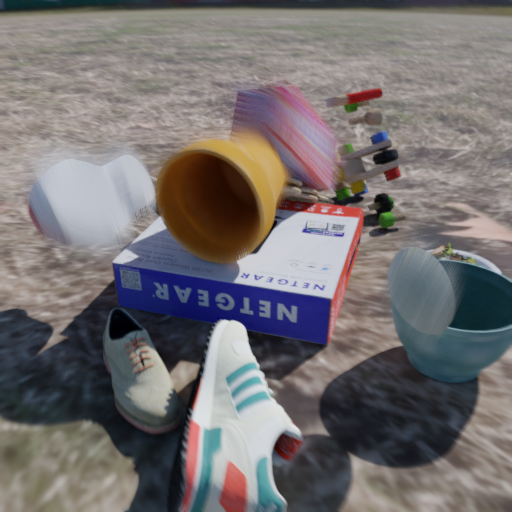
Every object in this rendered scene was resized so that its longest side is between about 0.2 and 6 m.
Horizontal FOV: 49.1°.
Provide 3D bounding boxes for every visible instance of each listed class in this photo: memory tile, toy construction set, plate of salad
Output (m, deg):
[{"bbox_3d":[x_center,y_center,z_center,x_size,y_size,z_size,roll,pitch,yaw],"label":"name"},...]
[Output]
[{"bbox_3d":[-0.048,-1.220,10.491,2.668,0.224,2.045,8,-1,33],"label":"memory tile"},{"bbox_3d":[1.571,-1.880,11.007,1.919,2.498,2.083,-13,23,-12],"label":"toy construction set"},{"bbox_3d":[3.276,0.191,9.213,1.488,0.357,1.488,1,29,0],"label":"plate of salad"}]

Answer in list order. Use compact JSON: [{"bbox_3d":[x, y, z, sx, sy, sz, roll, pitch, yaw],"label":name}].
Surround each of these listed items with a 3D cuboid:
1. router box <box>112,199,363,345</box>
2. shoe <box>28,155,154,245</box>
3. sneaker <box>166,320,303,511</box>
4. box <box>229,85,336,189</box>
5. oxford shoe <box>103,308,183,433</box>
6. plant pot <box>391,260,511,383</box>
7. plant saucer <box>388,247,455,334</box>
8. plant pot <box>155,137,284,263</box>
[{"bbox_3d":[-0.114,-0.023,9.111,3.306,0.808,2.967,8,30,14],"label":"router box"},{"bbox_3d":[-2.394,-0.570,7.333,1.321,1.038,2.905,-27,10,14],"label":"shoe"},{"bbox_3d":[-0.138,1.748,6.130,1.223,0.921,2.616,17,28,-4],"label":"sneaker"},{"bbox_3d":[0.521,-1.942,9.620,1.064,1.019,2.134,3,-12,27],"label":"box"},{"bbox_3d":[-1.469,1.346,6.785,0.692,0.722,1.955,-18,34,-28],"label":"oxford shoe"},{"bbox_3d":[2.494,0.911,7.187,1.628,1.091,1.628,0,30,0],"label":"plant pot"},{"bbox_3d":[1.732,0.410,6.168,0.250,0.995,0.995,-16,33,-24],"label":"plant saucer"},{"bbox_3d":[-0.343,-1.003,8.224,1.698,1.698,1.554,13,33,22],"label":"plant pot"}]
